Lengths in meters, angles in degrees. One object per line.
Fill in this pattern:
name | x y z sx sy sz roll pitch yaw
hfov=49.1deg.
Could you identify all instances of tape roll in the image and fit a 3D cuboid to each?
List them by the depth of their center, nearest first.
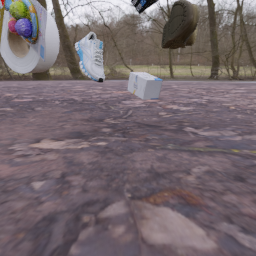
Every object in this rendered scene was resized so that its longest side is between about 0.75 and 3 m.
tape roll | -3.880 -3.403 10.823 2.573 2.573 0.900 7 18 31

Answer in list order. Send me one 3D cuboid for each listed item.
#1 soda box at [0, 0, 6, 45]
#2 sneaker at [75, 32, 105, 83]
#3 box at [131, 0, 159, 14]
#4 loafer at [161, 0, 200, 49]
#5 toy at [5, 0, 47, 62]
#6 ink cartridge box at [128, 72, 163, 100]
soda box | -3.743 -3.118 7.383 0.697 2.179 0.738 7 -1 -2
sneaker | -0.992 -2.119 8.124 0.794 1.833 0.687 -41 -33 28
box | 0.858 -3.196 5.967 1.408 0.407 1.771 -37 12 -2
loafer | 1.685 -3.044 8.449 0.945 1.065 2.801 3 6 -4
toy | -3.519 -3.528 8.994 0.671 1.636 2.842 -18 52 -34
ink cartridge box | 0.450 -1.171 7.706 0.567 0.557 0.770 -7 29 -35
